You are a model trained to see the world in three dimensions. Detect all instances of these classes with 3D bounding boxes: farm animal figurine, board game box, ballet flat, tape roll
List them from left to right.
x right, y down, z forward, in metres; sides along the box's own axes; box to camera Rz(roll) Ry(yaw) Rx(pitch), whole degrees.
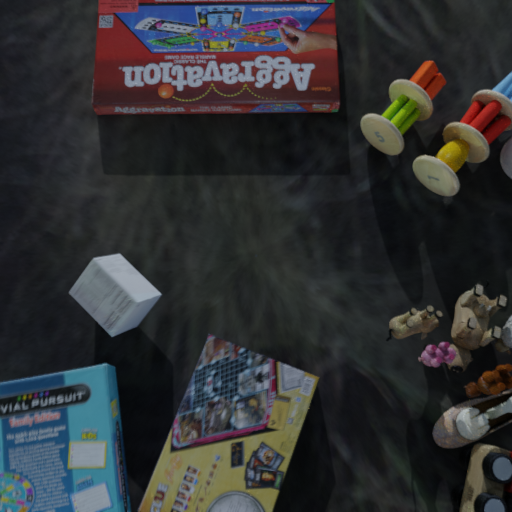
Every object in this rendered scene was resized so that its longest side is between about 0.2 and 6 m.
[{"bbox_3d":[-3.292,3.493,8.795,2.386,0.742,3.160,-9,75,-4],"label":"board game box"},{"bbox_3d":[-0.768,-3.942,10.954,4.675,0.455,2.407,-1,76,0],"label":"board game box"},{"bbox_3d":[-0.395,2.999,9.053,1.984,0.507,2.929,21,77,5],"label":"board game box"},{"bbox_3d":[3.345,1.314,9.281,2.053,1.071,2.031,39,64,8],"label":"farm animal figurine"},{"bbox_3d":[3.754,2.580,9.115,1.848,0.621,0.629,-25,74,-6],"label":"ballet flat"},{"bbox_3d":[5.098,-1.882,10.279,0.982,0.674,0.982,0,75,0],"label":"tape roll"}]

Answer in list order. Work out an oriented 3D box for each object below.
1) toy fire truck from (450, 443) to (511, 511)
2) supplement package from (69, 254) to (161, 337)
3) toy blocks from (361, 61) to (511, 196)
[{"bbox_3d":[4.138,3.968,8.559,1.892,1.217,1.665,20,75,-6],"label":"toy fire truck"},{"bbox_3d":[-2.355,0.640,9.403,1.066,0.809,0.803,43,107,10],"label":"supplement package"},{"bbox_3d":[3.586,-2.732,10.360,2.210,0.963,2.652,41,79,9],"label":"toy blocks"}]
